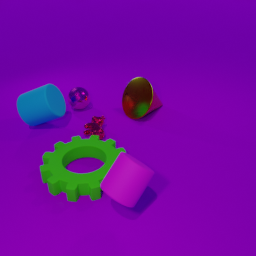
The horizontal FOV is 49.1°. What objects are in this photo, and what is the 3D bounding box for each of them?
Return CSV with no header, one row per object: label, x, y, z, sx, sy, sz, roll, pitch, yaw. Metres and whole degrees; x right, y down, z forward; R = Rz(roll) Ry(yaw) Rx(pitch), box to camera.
cone,0.786,-0.928,9.857,1.435,1.430,1.430,8,18,-44
cylinder,-0.010,0.973,5.336,0.771,0.771,0.771,32,0,0
gear,-1.075,0.917,7.001,2.090,0.387,2.090,0,32,0
cow figurine,-0.925,0.003,8.535,0.876,0.489,0.891,-18,47,-36
ball,-1.743,-1.057,9.954,0.807,0.807,0.807,0,31,0
cylinder,-2.697,-0.711,8.790,1.076,1.076,1.076,-17,27,17
